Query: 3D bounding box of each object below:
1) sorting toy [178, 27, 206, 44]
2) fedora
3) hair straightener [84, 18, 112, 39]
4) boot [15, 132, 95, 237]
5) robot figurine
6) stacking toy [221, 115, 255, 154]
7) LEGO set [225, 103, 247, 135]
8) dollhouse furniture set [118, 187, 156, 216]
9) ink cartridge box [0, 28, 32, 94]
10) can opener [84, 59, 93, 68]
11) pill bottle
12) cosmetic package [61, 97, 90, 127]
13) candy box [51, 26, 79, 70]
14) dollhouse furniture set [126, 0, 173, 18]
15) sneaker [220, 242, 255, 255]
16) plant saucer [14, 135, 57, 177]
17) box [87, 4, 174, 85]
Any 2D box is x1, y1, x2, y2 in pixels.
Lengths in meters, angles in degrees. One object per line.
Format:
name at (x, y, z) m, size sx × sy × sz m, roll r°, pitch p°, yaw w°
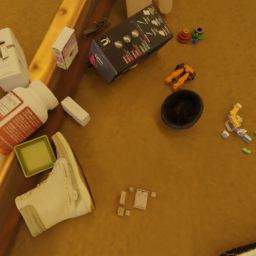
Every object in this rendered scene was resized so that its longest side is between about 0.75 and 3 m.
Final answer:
sorting toy at (2.689, -3.898, 11.547) m, size 1.237 × 0.508 × 0.743 m, roll -19°, pitch 69°, yaw -8°
fedora at (1.938, -0.567, 9.986) m, size 1.593 × 0.727 × 1.593 m, roll -5°, pitch 66°, yaw 12°
hair straightener at (-1.266, -4.209, 11.677) m, size 1.302 × 0.501 × 0.266 m, roll -28°, pitch 60°, yaw -11°
boot at (-2.531, 1.703, 8.949) m, size 2.212 × 1.031 × 2.860 m, roll -23°, pitch 73°, yaw -8°
robot figurine at (2.039, -1.987, 10.844) m, size 1.189 × 0.346 × 0.862 m, roll -39°, pitch 73°, yaw -14°
stacking toy at (4.065, 0.224, 9.961) m, size 1.217 × 0.286 × 0.918 m, roll 40°, pitch 73°, yaw 14°
LEGO set at (3.830, -0.325, 10.163) m, size 0.596 × 0.482 × 1.296 m, roll 10°, pitch 56°, yaw -12°
dollhouse furniture set at (0.294, 2.389, 8.922) m, size 1.100 × 0.537 × 0.938 m, roll 10°, pitch 68°, yaw 4°
ink cartridge box at (-4.289, -2.299, 10.314) m, size 0.880 × 1.558 × 2.123 m, roll -20°, pitch 68°, yaw -6°
can opener at (-1.098, -2.779, 11.157) m, size 1.436 × 0.564 × 0.455 m, roll -38°, pitch 116°, yaw -18°
pill bottle at (-3.780, -0.383, 9.545) m, size 1.521 × 1.521 × 2.712 m, roll 42°, pitch 73°, yaw 15°
cosmetic package at (-1.891, -0.592, 10.159) m, size 1.080 × 0.549 × 0.400 m, roll 42°, pitch 73°, yaw 17°
candy box at (-2.392, -3.043, 10.778) m, size 0.450 × 1.257 × 1.055 m, roll 22°, pitch 69°, yaw 6°
dollhouse furniture set at (1.013, -6.168, 12.505) m, size 2.625 × 2.249 × 2.760 m, roll -9°, pitch 33°, yaw -4°
sneaker at (3.787, 3.973, 7.972) m, size 2.841 × 1.110 × 1.283 m, roll -14°, pitch 71°, yaw -6°
plant saucer at (-3.100, 0.943, 9.470) m, size 1.115 × 0.267 × 1.113 m, roll -22°, pitch 92°, yaw -17°
box at (0.040, -3.030, 10.336) m, size 2.694 × 1.647 × 1.429 m, roll -37°, pitch 94°, yaw -16°
